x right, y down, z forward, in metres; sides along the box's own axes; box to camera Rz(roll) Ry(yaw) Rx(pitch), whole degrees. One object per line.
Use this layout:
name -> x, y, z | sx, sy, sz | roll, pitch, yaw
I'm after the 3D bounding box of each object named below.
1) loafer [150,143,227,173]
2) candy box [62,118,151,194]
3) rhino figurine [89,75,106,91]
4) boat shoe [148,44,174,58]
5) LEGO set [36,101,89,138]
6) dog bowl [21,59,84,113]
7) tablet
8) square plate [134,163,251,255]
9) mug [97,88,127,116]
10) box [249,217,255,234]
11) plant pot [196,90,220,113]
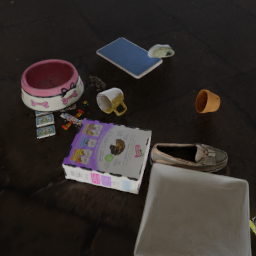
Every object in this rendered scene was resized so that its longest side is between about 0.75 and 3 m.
loafer -> 1.961, 0.886, 8.872 | 2.496, 0.785, 0.897 | 0, 50, 0
candy box -> -0.579, 0.827, 8.865 | 2.339, 0.837, 1.962 | 11, 48, 9
rhino figurine -> -1.297, -1.898, 11.560 | 0.446, 0.305, 1.020 | -17, 49, -31
boat shoe -> 1.517, -3.417, 12.533 | 1.548, 0.557, 0.480 | -25, 57, -40
LEGO set -> -2.395, -0.510, 10.270 | 2.021, 0.496, 1.510 | -13, 51, -6
dog bowl -> -3.008, -1.761, 10.968 | 2.473, 0.912, 2.473 | 0, 46, 0
tablet -> 0.043, -3.250, 12.789 | 2.675, 0.183, 1.740 | 36, 59, 27
square plate -> 1.852, 2.486, 7.760 | 2.884, 0.414, 2.911 | 10, 50, 9
mug -> -0.574, -1.025, 10.657 | 0.822, 1.027, 0.843 | 1, 30, 45
box -> 3.900, 2.553, 7.795 | 1.063, 0.266, 0.400 | -18, 52, -15
plant pot -> 3.014, -0.959, 10.473 | 0.611, 0.873, 0.873 | 7, 48, -15
